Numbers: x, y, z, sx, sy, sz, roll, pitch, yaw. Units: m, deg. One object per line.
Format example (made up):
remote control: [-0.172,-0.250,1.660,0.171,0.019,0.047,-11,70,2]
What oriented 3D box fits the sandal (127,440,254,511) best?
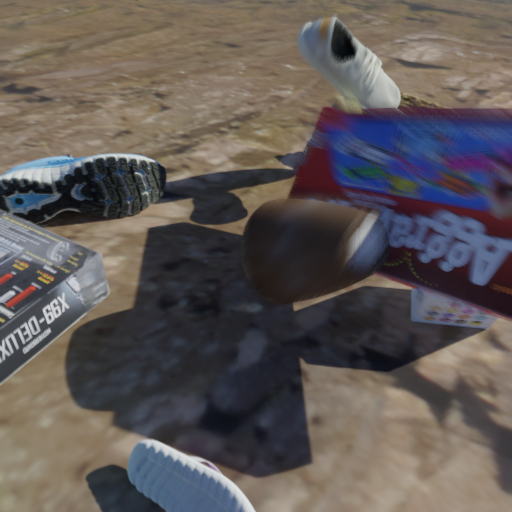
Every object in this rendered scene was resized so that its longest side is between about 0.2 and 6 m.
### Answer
sandal: [-0.614,2.593,6.127,1.920,0.781,0.472,28,5,31]

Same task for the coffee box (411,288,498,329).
coffee box: [2.972,0.296,8.250,1.165,1.154,1.167,6,63,6]

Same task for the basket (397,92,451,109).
basket: [3.256,-2.306,12.162,2.319,1.727,1.655,33,81,34]

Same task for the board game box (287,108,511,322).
board game box: [2.178,-0.874,7.991,0.472,2.498,4.852,20,1,-36]

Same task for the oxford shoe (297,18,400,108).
oxford shoe: [1.975,-3.592,10.794,0.794,2.748,1.033,-6,65,50]

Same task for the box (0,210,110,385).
box: [-4.592,0.451,8.508,3.635,0.905,2.867,20,43,24]

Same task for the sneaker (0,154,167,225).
sneaker: [-3.397,-1.558,10.808,3.293,1.291,1.481,-5,35,-7]

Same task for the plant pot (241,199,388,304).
plant pot: [0.886,-0.112,7.470,1.517,1.517,1.624,-33,17,-35]

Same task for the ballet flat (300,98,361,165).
ballet flat: [1.437,-2.244,10.463,0.636,0.636,1.799,22,68,25]
